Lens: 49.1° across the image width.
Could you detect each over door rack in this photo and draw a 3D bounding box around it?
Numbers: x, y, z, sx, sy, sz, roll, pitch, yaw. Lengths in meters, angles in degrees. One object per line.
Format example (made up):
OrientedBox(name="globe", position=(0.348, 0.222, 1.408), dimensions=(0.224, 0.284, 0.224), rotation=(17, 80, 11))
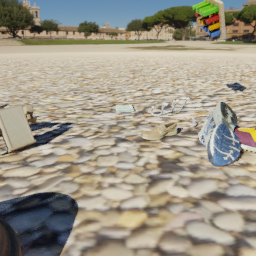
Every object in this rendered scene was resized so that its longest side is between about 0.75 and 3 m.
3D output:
OrientedBox(name="over door rack", position=(1.854, -0.624, 9.429), dimensions=(1.326, 0.598, 1.795), rotation=(-17, 25, -40))

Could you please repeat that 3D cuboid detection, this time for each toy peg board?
OrientedBox(name="toy peg board", position=(2.801, -3.815, 9.835), dimensions=(0.628, 1.278, 1.284), rotation=(-21, 39, 0))

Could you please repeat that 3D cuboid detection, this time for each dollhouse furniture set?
OrientedBox(name="dollhouse furniture set", position=(-3.380, 0.211, 7.403), dimensions=(1.789, 1.024, 2.097), rotation=(-22, 2, -41))

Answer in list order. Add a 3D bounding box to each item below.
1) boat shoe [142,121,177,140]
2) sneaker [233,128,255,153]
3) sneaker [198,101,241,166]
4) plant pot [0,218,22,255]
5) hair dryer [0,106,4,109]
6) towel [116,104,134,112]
OrientedBox(name="boat shoe", position=(0.870, 0.059, 7.695), dimensions=(1.171, 0.378, 0.417), rotation=(-13, 23, -34))
OrientedBox(name="sneaker", position=(3.661, 0.028, 6.614), dimensions=(2.473, 1.114, 0.927), rotation=(7, 20, 20))
OrientedBox(name="sneaker", position=(2.116, 0.257, 6.691), dimensions=(0.776, 0.858, 2.014), rotation=(38, 42, -8))
OrientedBox(name="plant pot", position=(-2.407, 1.300, 2.779), dimensions=(2.498, 1.153, 2.498), rotation=(1, 18, 0))
OrientedBox(name="hair dryer", position=(-4.970, -0.717, 10.270), dimensions=(1.165, 0.416, 1.530), rotation=(11, 18, -24))
OrientedBox(name="towel", position=(-0.127, -0.766, 10.565), dimensions=(0.659, 0.136, 0.884), rotation=(-1, 18, -5))
